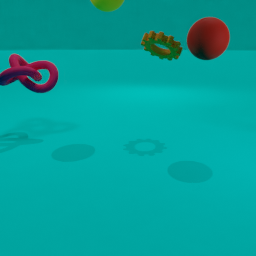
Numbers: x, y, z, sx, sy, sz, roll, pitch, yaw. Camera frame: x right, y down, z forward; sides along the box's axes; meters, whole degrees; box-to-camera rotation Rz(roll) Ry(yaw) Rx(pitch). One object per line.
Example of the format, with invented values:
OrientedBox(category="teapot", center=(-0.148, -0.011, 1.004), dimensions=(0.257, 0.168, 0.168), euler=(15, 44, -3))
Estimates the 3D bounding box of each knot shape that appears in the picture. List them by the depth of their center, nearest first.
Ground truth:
OrientedBox(category="knot shape", center=(-2.942, -1.630, 8.134), dimensions=(1.642, 0.759, 1.536), euler=(-3, 32, -28))

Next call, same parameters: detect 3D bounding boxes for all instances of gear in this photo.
OrientedBox(category="gear", center=(0.939, -2.284, 7.850), dimensions=(1.146, 0.212, 1.146), euler=(21, -9, 3))

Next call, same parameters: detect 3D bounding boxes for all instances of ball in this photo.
OrientedBox(category="ball", center=(1.854, -2.065, 6.507), dimensions=(0.957, 0.957, 0.957), euler=(0, 17, 0))
OrientedBox(category="ball", center=(-0.578, -3.788, 7.756), dimensions=(1.056, 1.056, 1.056), euler=(0, 17, 0))
